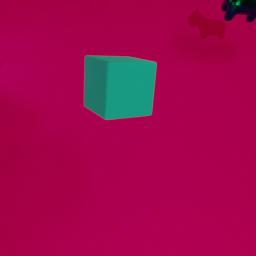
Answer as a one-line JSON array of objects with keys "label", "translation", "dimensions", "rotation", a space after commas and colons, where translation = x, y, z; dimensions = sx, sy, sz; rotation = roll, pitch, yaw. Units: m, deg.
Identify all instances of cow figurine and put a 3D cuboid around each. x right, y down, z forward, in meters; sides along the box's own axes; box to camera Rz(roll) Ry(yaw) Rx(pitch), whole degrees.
[{"label": "cow figurine", "translation": [2.784, -3.296, 6.852], "dimensions": [1.373, 1.351, 0.754], "rotation": [2, 61, -6]}]

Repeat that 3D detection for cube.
[{"label": "cube", "translation": [-0.198, -0.867, 5.727], "dimensions": [1.081, 1.081, 1.081], "rotation": [-7, 111, -30]}]
